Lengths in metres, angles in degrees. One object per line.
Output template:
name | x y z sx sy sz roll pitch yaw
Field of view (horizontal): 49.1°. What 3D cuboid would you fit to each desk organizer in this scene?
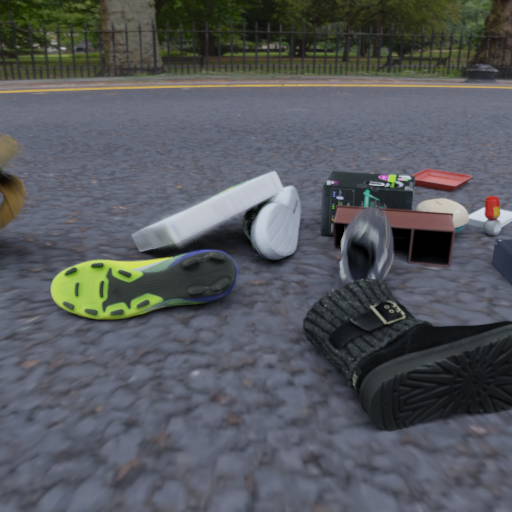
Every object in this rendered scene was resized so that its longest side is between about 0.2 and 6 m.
desk organizer | 2.381 -0.356 9.847 2.055 0.737 0.791 5 25 12

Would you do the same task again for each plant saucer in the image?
plant saucer | 4.686 -1.915 14.300 1.246 0.229 1.243 16 27 36

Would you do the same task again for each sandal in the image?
sandal | -4.385 -0.836 9.154 3.493 0.943 1.403 -32 28 50

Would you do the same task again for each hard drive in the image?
hard drive | 4.877 -0.786 11.652 0.698 0.141 1.059 20 30 40

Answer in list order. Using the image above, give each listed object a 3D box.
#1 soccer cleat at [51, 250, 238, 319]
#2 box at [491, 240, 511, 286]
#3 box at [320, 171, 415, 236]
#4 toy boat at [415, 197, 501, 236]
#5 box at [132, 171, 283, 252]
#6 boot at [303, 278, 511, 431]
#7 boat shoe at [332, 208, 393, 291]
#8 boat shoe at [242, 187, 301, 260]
soccer cleat | -1.559 0.445 8.110 2.626 0.849 1.098 -7 -8 -6
box | 4.401 0.097 9.047 0.828 0.473 0.910 1 22 1
box | 2.187 -0.995 10.949 1.685 1.047 1.251 6 22 15
toy boat | 3.907 -0.684 10.818 1.611 0.749 1.354 -6 17 7
box | -0.874 -0.774 9.888 2.321 0.422 1.675 -28 10 -30
boot | 1.929 0.924 6.422 2.461 0.926 1.840 -6 23 -13
boat shoe | 1.633 -0.053 8.170 0.824 0.712 2.269 20 47 7
boat shoe | 0.220 -0.541 10.308 0.935 0.950 2.636 -16 16 18
